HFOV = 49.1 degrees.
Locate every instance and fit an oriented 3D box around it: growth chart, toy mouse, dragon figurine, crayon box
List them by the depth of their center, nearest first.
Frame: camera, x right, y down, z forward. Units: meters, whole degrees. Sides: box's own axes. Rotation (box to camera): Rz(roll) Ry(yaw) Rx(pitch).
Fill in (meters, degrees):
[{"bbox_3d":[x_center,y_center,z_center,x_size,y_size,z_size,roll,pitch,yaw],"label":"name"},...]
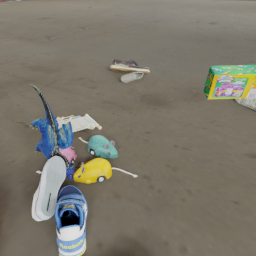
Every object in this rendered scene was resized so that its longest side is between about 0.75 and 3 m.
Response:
[{"bbox_3d":[2.133,-0.919,5.641,1.058,0.628,0.308,-2,47,-3],"label":"crayon box"},{"bbox_3d":[-1.633,0.155,6.173,0.646,2.196,1.092,-10,16,-40],"label":"dragon figurine"},{"bbox_3d":[-1.084,0.580,6.916,2.240,0.434,1.991,-6,31,-11],"label":"toy mouse"},{"bbox_3d":[-1.755,-0.089,8.367,1.637,0.145,1.185,-14,32,-23],"label":"growth chart"}]

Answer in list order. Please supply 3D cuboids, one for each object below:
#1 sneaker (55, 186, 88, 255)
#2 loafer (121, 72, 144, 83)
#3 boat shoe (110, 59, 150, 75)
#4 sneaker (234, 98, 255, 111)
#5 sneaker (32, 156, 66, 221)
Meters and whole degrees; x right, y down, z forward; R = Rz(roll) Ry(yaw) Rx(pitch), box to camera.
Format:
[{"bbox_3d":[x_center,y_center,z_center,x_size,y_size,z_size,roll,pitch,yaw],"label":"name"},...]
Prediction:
[{"bbox_3d":[-1.029,1.513,5.103,0.588,0.654,1.590,-9,30,-11],"label":"sneaker"},{"bbox_3d":[0.175,-2.142,11.605,1.061,0.371,0.370,-22,-5,-33],"label":"loafer"},{"bbox_3d":[0.098,-2.703,12.245,1.826,0.592,0.657,10,-5,22],"label":"boat shoe"},{"bbox_3d":[4.354,-0.997,9.629,0.736,0.515,1.481,-13,38,-27],"label":"sneaker"},{"bbox_3d":[-1.616,1.168,5.535,0.481,0.496,1.358,-29,36,33],"label":"sneaker"}]
